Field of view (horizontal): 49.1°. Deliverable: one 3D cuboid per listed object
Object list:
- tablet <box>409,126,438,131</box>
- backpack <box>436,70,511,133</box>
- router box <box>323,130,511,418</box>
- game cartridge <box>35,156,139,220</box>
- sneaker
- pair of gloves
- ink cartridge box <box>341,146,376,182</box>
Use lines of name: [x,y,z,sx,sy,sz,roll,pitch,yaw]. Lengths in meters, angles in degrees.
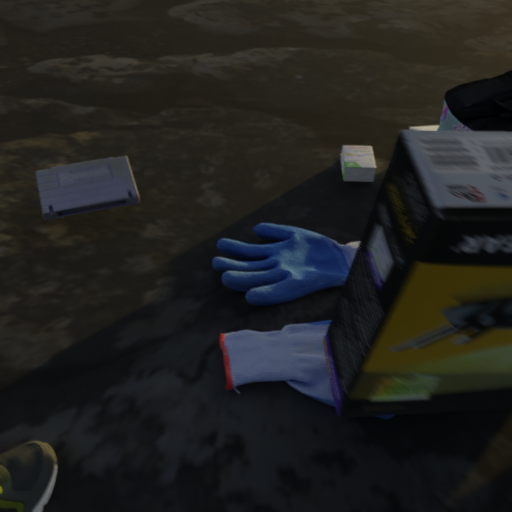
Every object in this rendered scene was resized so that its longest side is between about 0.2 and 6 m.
tablet: [4.119,-2.378,11.133,1.873,0.128,1.219,-8,36,-24]
backpack: [4.472,-1.601,8.756,3.656,2.314,3.051,-13,41,-21]
router box: [2.945,0.363,5.503,4.020,3.161,1.050,-1,50,-8]
game cartridge: [-2.804,-1.147,9.304,1.536,0.295,0.996,-12,53,-15]
sneaker: [-2.775,2.434,5.180,0.760,0.863,2.040,28,48,28]
pair of gloves: [0.862,0.656,7.625,2.874,0.407,3.576,-3,40,-3]
ink cartridge box: [1.903,-1.795,10.548,0.573,0.330,0.979,1,40,2]
